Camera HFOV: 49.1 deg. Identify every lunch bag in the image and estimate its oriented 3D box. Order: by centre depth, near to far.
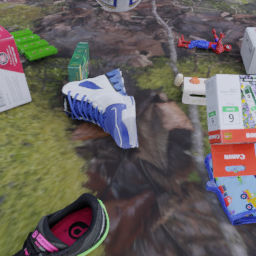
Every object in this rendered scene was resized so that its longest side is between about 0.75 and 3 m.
[{"bbox_3d":[2.566,0.965,5.459,2.073,0.975,1.561,-11,44,2],"label":"lunch bag"}]

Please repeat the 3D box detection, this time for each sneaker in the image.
[{"bbox_3d":[-1.348,1.892,4.113,1.005,1.097,2.619,25,47,27],"label":"sneaker"},{"bbox_3d":[-0.773,-0.462,6.968,1.676,1.172,2.902,-11,35,-7],"label":"sneaker"}]

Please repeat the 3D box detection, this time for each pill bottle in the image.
[{"bbox_3d":[-0.132,-2.966,4.797,1.064,1.778,1.064,1,78,-5],"label":"pill bottle"}]

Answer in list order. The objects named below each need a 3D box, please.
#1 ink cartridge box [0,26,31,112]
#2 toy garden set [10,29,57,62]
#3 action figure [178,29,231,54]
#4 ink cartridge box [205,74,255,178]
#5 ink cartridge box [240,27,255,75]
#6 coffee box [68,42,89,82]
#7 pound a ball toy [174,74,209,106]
[{"bbox_3d":[-4.105,-1.228,7.090,2.668,1.937,1.112,-25,47,-26],"label":"ink cartridge box"},{"bbox_3d":[-3.970,-2.803,10.126,1.940,0.464,2.327,-27,48,-30],"label":"toy garden set"},{"bbox_3d":[2.900,-3.320,10.372,1.927,0.954,0.629,17,44,16],"label":"action figure"},{"bbox_3d":[1.057,-0.017,2.692,0.525,0.243,0.963,-1,83,-13],"label":"ink cartridge box"},{"bbox_3d":[5.159,-2.527,9.336,2.404,0.998,1.762,7,41,8],"label":"ink cartridge box"},{"bbox_3d":[-1.460,-1.797,8.516,0.360,1.008,1.639,4,39,0],"label":"coffee box"},{"bbox_3d":[2.168,-1.230,8.071,1.637,0.695,1.067,6,41,7],"label":"pound a ball toy"}]
